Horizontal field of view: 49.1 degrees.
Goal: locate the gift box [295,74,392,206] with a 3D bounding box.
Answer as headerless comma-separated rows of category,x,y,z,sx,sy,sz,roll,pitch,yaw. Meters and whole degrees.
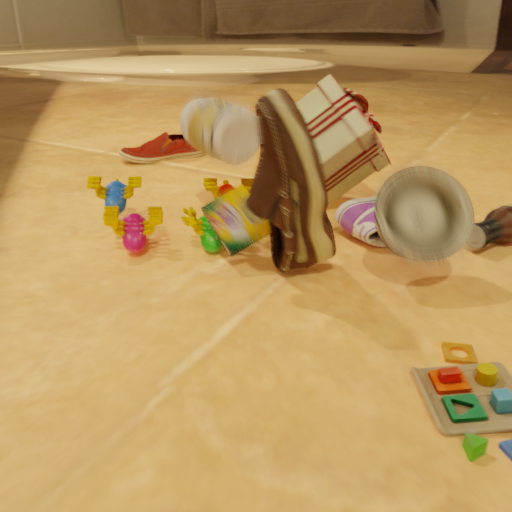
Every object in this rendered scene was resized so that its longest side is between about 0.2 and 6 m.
gift box,1.779,-2.368,12.065,2.098,1.959,1.936,59,14,22

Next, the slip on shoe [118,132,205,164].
slip on shoe,-2.704,-3.172,16.130,2.544,0.778,0.942,-12,30,-20

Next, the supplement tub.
supplement tub,-0.751,-2.546,11.270,1.118,1.118,1.548,-18,33,-33

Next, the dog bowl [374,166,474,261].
dog bowl,2.680,-0.626,9.207,1.601,1.601,0.590,-1,-15,-3

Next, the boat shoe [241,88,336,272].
boat shoe,0.390,-0.906,8.735,1.244,3.363,1.242,-24,43,-3

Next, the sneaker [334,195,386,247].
sneaker,2.859,-0.737,11.276,2.284,0.828,1.302,-21,39,-23

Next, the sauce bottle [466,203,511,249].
sauce bottle,5.020,-0.641,11.015,2.377,0.769,0.769,-19,32,-29

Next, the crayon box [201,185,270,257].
crayon box,-0.348,-0.641,10.023,0.878,0.297,1.018,-31,70,-8

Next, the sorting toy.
sorting toy,2.665,1.636,6.810,1.295,0.313,2.299,-1,26,-2

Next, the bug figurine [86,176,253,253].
bug figurine,-1.691,-0.895,11.354,3.484,0.896,2.702,1,32,-7
